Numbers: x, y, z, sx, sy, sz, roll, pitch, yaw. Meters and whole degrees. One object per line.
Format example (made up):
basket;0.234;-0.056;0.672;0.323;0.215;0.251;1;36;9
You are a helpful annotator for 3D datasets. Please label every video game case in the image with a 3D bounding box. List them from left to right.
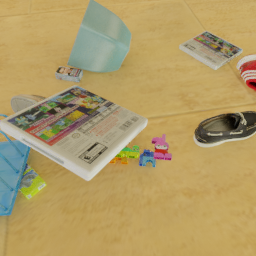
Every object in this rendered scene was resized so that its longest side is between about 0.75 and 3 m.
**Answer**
video game case;-1.265;-0.103;7.476;2.688;0.339;2.951;26;36;17
video game case;3.346;-3.205;11.366;1.737;0.219;1.906;-33;56;-24

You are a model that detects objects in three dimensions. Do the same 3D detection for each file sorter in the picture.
file sorter;-3.634;0.896;7.002;1.540;1.361;2.219;-6;49;9

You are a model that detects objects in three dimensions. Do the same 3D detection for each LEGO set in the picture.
LEGO set;0.083;0.488;7.834;2.235;0.852;0.917;4;61;6

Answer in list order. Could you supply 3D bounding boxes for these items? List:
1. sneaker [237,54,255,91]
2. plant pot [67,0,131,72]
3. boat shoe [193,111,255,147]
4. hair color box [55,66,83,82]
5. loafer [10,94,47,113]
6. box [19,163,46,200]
sneaker;5.382;-1.883;9.906;2.695;1.056;1.557;-8;58;9
plant pot;-0.938;-3.148;10.299;1.887;1.853;1.847;20;48;-14
boat shoe;3.088;-0.112;8.432;2.359;0.712;0.872;-13;51;-11
hair color box;-2.162;-1.976;10.289;0.900;0.273;0.446;10;51;9
loafer;-2.270;-0.410;8.673;2.705;0.972;0.850;22;37;10
box;-2.726;1.376;7.502;0.980;0.234;0.598;36;59;26
